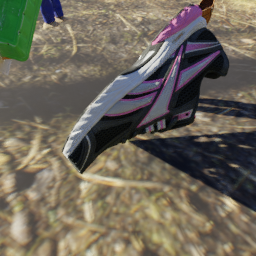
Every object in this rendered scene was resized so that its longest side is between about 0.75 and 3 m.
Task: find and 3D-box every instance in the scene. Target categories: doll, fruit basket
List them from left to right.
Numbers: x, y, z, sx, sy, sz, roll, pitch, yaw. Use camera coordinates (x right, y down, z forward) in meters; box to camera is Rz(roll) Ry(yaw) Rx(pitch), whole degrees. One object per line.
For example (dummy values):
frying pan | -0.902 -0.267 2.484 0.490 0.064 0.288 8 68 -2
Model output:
fruit basket | -2.686 -2.373 6.278 1.163 2.299 2.482 13 4 -22
doll | -2.520 -4.233 8.061 0.605 2.496 1.703 3 37 25

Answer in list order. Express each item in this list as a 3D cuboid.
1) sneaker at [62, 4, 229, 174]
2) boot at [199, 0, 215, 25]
sneaker | 0.256 -0.257 3.051 2.235 0.965 0.898 -45 6 2
boot | 1.578 -2.379 6.530 0.485 1.019 1.318 25 77 6
